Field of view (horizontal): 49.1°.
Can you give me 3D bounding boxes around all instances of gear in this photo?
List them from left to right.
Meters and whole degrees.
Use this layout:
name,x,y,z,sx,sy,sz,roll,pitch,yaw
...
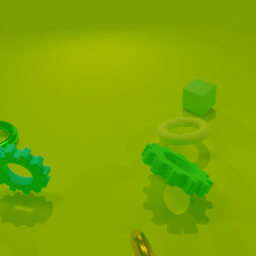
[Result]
name,x,y,z,sx,sy,sz,roll,pitch,yaw
gear,-2.450,0.966,6.337,1.356,1.356,0.251,5,39,7
gear,1.152,0.950,6.636,1.745,0.323,1.745,27,13,-7

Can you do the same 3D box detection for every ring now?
name,x,y,z,sx,sy,sz,roll,pitch,yaw
ring,-3.969,0.258,8.207,1.422,0.284,1.422,6,38,-5
ring,0.351,2.379,4.786,0.258,1.288,1.288,-20,41,-10
ring,1.567,0.067,7.949,1.509,0.302,1.509,-7,23,3

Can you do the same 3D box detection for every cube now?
name,x,y,z,sx,sy,sz,roll,pitch,yaw
cube,2.419,-1.057,9.523,0.819,0.819,0.819,-36,48,-28
